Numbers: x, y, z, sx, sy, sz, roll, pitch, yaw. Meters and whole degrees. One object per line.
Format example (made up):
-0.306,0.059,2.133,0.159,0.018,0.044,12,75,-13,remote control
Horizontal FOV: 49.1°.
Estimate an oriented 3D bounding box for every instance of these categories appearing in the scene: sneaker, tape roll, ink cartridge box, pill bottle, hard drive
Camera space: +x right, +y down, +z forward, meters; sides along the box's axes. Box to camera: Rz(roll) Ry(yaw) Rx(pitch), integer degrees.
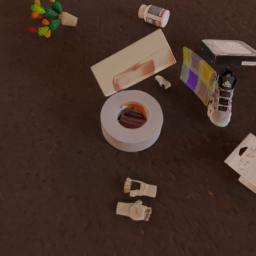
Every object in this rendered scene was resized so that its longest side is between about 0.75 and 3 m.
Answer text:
1.394,-1.894,11.567,0.760,0.285,0.308,40,73,24,sneaker
0.132,-0.287,10.114,2.216,0.732,2.216,1,62,-1,tape roll
3.545,-1.313,10.372,0.882,1.587,2.269,7,57,4,sneaker
4.263,1.169,9.457,1.667,0.373,1.469,-39,65,-23,ink cartridge box
1.244,-5.496,13.612,1.350,0.807,0.807,26,60,15,pill bottle
4.164,-3.138,11.567,1.854,0.502,2.654,3,29,1,hard drive

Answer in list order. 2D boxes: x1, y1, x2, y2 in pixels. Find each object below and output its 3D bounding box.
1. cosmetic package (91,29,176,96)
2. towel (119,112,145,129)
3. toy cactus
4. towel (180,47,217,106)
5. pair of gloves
0.250,-2.324,10.321,2.797,1.446,1.220,-25,94,15,cosmetic package
0.238,-0.495,10.702,0.953,0.150,1.323,14,57,8,towel
-3.554,-5.279,13.438,2.152,1.333,2.608,13,53,-14,toy cactus
2.614,-2.000,10.719,0.242,1.527,2.126,-16,48,-15,towel
0.282,2.253,8.839,1.077,0.222,1.267,15,59,9,pair of gloves
